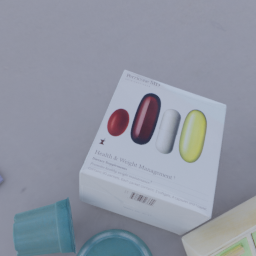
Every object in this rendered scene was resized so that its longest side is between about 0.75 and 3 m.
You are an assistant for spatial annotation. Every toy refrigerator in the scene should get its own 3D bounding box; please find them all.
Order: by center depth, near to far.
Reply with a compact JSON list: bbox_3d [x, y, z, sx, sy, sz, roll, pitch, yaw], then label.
[{"bbox_3d":[2.835,2.454,6.309,2.959,1.035,1.123,-22,99,-14],"label":"toy refrigerator"}]

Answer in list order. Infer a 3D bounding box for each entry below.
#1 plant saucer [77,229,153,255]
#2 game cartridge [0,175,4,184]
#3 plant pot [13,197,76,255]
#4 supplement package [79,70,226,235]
[{"bbox_3d":[-0.324,3.335,6.476,1.987,0.272,1.987,0,57,1],"label":"plant saucer"},{"bbox_3d":[-3.990,1.519,7.679,0.987,0.189,0.640,-35,56,-22],"label":"game cartridge"},{"bbox_3d":[-1.887,2.319,6.402,1.246,1.272,1.272,-7,57,-12],"label":"plant pot"},{"bbox_3d":[0.593,0.630,6.912,2.736,2.104,2.861,19,59,1],"label":"supplement package"}]
